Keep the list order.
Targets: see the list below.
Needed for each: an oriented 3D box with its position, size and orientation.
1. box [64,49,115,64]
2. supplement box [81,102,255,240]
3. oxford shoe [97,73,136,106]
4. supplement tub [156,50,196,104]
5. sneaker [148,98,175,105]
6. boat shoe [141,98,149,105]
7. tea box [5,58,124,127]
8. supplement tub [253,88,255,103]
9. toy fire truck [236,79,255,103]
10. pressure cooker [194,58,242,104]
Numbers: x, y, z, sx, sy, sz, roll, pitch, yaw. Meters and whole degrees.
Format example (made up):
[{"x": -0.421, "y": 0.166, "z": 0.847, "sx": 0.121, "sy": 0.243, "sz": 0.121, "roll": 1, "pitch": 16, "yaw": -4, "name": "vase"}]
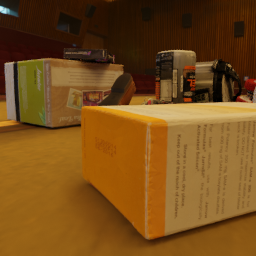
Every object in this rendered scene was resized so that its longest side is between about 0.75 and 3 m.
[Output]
[{"x": -1.178, "y": -2.292, "z": 9.010, "sx": 1.285, "sy": 0.325, "sz": 1.798, "roll": 2, "pitch": 10, "yaw": 4, "name": "box"}, {"x": 0.951, "y": 0.225, "z": 3.284, "sx": 2.633, "sy": 0.968, "sz": 1.659, "roll": -4, "pitch": 9, "yaw": -25, "name": "supplement box"}, {"x": -0.324, "y": -0.528, "z": 7.271, "sx": 0.658, "sy": 1.844, "sz": 0.657, "roll": 20, "pitch": -23, "yaw": 40, "name": "oxford shoe"}, {"x": 1.845, "y": -1.669, "z": 10.928, "sx": 1.536, "sy": 2.508, "sz": 1.536, "roll": 0, "pitch": 9, "yaw": 0, "name": "supplement tub"}, {"x": 1.293, "y": -0.723, "z": 9.656, "sx": 1.500, "sy": 0.605, "sz": 0.560, "roll": 13, "pitch": -24, "yaw": -34, "name": "sneaker"}, {"x": 0.806, "y": -0.796, "z": 10.945, "sx": 0.682, "sy": 0.787, "sz": 1.847, "roll": -2, "pitch": 9, "yaw": -16, "name": "boat shoe"}, {"x": -2.157, "y": -1.227, "z": 9.656, "sx": 2.925, "sy": 1.987, "sz": 2.973, "roll": 9, "pitch": 12, "yaw": 41, "name": "tea box"}, {"x": 5.031, "y": -0.754, "z": 8.003, "sx": 2.375, "sy": 1.567, "sz": 1.567, "roll": 1, "pitch": 8, "yaw": -1, "name": "supplement tub"}, {"x": 5.136, "y": -0.783, "z": 9.785, "sx": 2.395, "sy": 1.343, "sz": 2.011, "roll": -5, "pitch": 28, "yaw": -25, "name": "toy fire truck"}, {"x": 3.783, "y": -1.911, "z": 12.912, "sx": 2.718, "sy": 2.428, "sz": 2.390, "roll": 4, "pitch": 6, "yaw": 32, "name": "pressure cooker"}]
